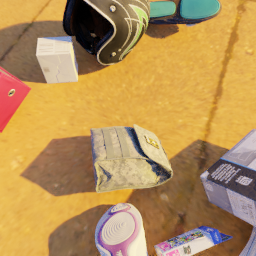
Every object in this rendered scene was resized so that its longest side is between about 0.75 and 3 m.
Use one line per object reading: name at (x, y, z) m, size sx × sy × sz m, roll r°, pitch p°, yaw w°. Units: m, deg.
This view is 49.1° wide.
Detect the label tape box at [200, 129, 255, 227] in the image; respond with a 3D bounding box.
label tape box at (3.369, 1.184, 5.780) m, size 2.121 × 0.931 × 2.941 m, roll -35°, pitch 28°, yaw -22°

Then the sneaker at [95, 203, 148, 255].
sneaker at (-0.059, 2.929, 5.899) m, size 1.056 × 1.405 × 2.821 m, roll -10°, pitch 39°, yaw -1°

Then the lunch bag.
lunch bag at (0.063, 0.665, 6.875) m, size 1.869 × 1.099 × 1.533 m, roll -4°, pitch 31°, yaw -9°

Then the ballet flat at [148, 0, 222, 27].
ballet flat at (1.809, -3.988, 9.701) m, size 2.787 × 1.018 × 1.018 m, roll 6°, pitch 59°, yaw 21°

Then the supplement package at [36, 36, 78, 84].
supplement package at (-2.127, -2.058, 8.585) m, size 0.998 × 1.282 × 0.711 m, roll -4°, pitch 60°, yaw -2°

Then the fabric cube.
fabric cube at (-3.912, -0.990, 7.484) m, size 1.575 × 1.545 × 1.570 m, roll 33°, pitch 88°, yaw 11°

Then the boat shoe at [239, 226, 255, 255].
boat shoe at (3.225, 2.389, 5.855) m, size 1.056 × 1.219 × 2.860 m, roll 48°, pitch 62°, yaw -4°

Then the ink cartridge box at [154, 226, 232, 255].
ink cartridge box at (1.392, 2.502, 6.155) m, size 1.535 × 0.916 × 0.322 m, roll -16°, pitch 78°, yaw -9°

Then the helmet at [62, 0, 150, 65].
helmet at (-0.588, -3.470, 8.350) m, size 2.630 × 2.508 × 2.630 m, roll 13°, pitch 43°, yaw -12°
